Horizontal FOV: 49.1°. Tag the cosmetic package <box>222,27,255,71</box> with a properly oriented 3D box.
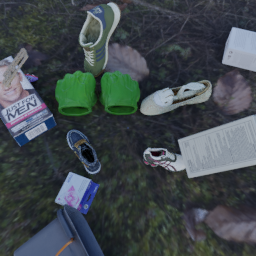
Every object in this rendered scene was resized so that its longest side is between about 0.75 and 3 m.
[{"bbox_3d":[5.089,-2.939,10.916,2.475,0.882,1.255,17,61,10],"label":"cosmetic package"}]

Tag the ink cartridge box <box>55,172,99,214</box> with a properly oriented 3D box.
[{"bbox_3d":[-1.523,1.950,8.467,1.011,0.219,0.993,17,61,11],"label":"ink cartridge box"}]

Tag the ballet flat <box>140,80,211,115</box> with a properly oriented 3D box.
[{"bbox_3d":[1.684,-1.179,9.921,2.692,0.839,0.908,-16,62,-9],"label":"ballet flat"}]

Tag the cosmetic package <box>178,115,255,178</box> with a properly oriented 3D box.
[{"bbox_3d":[2.585,0.531,7.485,0.831,2.275,1.178,-6,78,-44],"label":"cosmetic package"}]

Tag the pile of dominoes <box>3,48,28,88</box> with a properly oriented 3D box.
[{"bbox_3d":[-3.396,-1.827,8.551,1.273,0.203,0.992,-48,40,13],"label":"pile of dominoes"}]

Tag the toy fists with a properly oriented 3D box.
[{"bbox_3d":[-1.050,-1.238,9.894,2.951,1.015,1.504,-1,67,-2],"label":"toy fists"}]

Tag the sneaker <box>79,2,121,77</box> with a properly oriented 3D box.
[{"bbox_3d":[-1.248,-2.884,9.612,0.946,2.822,1.267,39,41,16],"label":"sneaker"}]

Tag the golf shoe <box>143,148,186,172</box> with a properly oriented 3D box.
[{"bbox_3d":[1.228,0.976,8.783,1.514,0.667,0.585,7,59,3],"label":"golf shoe"}]

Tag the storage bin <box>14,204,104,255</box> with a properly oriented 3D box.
[{"bbox_3d":[-1.549,3.460,6.807,1.714,1.857,2.552,-33,65,-6],"label":"storage bin"}]

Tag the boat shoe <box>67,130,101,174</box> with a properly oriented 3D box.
[{"bbox_3d":[-1.429,0.595,8.909,0.622,0.798,1.759,-31,64,-17],"label":"boat shoe"}]

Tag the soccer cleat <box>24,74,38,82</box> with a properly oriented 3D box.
[{"bbox_3d":[-4.027,-1.817,10.610,1.212,0.404,0.464,4,88,-3],"label":"soccer cleat"}]

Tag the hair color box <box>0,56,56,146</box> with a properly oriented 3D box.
[{"bbox_3d":[-3.847,-0.959,9.578,1.428,0.864,2.856,-33,73,-18],"label":"hair color box"}]
